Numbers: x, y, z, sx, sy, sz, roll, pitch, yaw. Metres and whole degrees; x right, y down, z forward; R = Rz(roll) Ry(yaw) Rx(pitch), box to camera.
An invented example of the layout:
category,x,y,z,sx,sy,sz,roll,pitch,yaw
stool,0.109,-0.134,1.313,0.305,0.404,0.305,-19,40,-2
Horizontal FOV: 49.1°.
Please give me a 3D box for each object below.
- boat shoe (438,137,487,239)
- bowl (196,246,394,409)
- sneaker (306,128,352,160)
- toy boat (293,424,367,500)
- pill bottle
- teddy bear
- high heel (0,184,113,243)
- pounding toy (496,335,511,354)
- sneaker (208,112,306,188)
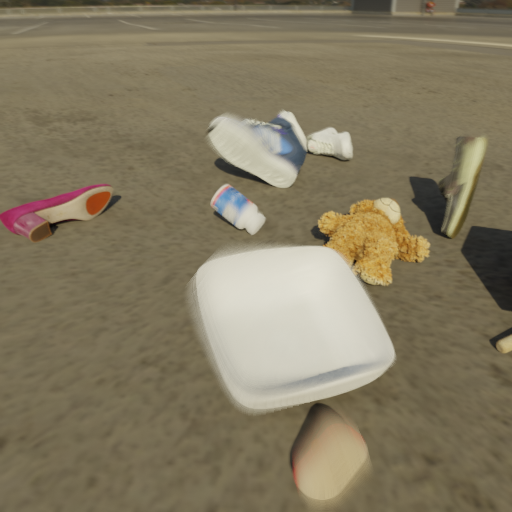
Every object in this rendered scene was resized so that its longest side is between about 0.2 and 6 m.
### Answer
category,x,y,z,sx,sy,sz,roll,pitch,yaw
boat shoe,3.606,-1.255,10.091,0.623,1.897,0.678,18,-4,24
bowl,0.349,0.849,6.435,1.954,0.729,1.951,-7,47,-20
sneaker,1.822,-2.788,14.325,0.926,0.726,1.863,-13,20,-11
toy boat,0.639,1.849,5.161,0.722,0.471,0.472,-50,17,-3
pill bottle,-0.313,-0.826,10.194,0.955,0.536,0.536,38,38,11
teddy bear,1.883,-0.322,9.215,1.787,0.823,2.465,25,36,36
high heel,-3.729,-1.001,10.588,0.998,0.700,2.076,28,40,25
pounding toy,4.381,0.346,7.479,2.063,1.593,2.241,10,18,17
sneaker,0.133,-2.690,12.298,2.281,0.919,1.670,32,56,-21
